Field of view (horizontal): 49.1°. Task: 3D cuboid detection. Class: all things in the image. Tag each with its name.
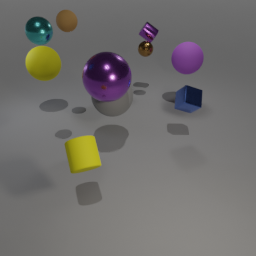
[{"bbox_3d":[-2.295,-2.505,7.232,0.700,0.700,0.700,0,29,0],"label":"ball"},{"bbox_3d":[-0.593,-1.439,7.936,1.400,1.400,1.400,0,29,0],"label":"ball"},{"bbox_3d":[2.164,-1.021,10.035,0.700,0.700,0.700,14,-18,-18],"label":"cube"},{"bbox_3d":[-2.023,-3.535,9.257,0.700,0.700,0.700,0,29,0],"label":"ball"},{"bbox_3d":[0.974,-4.512,13.213,0.700,0.700,0.700,32,26,-13],"label":"cylinder"},{"bbox_3d":[2.627,-3.085,12.402,1.400,1.400,1.400,0,29,0],"label":"ball"},{"bbox_3d":[-3.453,-2.635,11.472,1.400,1.400,1.400,0,29,0],"label":"ball"},{"bbox_3d":[-1.020,0.602,6.327,0.700,0.700,0.700,-15,-12,-3],"label":"cylinder"},{"bbox_3d":[-0.525,-1.079,9.345,1.400,1.400,1.400,0,29,0],"label":"ball"},{"bbox_3d":[0.798,-3.583,12.689,0.700,0.700,0.700,0,29,0],"label":"ball"}]
